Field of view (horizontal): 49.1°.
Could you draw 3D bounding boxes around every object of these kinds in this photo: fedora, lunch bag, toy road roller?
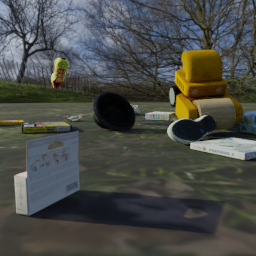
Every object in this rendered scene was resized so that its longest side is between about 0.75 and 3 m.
[{"bbox_3d":[-0.626,-0.472,10.218,1.785,1.785,0.815,-6,-22,-40],"label":"fedora"},{"bbox_3d":[4.451,-0.208,9.261,1.237,0.788,1.052,-11,9,-12],"label":"lunch bag"},{"bbox_3d":[2.511,-1.371,9.395,1.772,2.105,2.883,-6,32,-7],"label":"toy road roller"}]

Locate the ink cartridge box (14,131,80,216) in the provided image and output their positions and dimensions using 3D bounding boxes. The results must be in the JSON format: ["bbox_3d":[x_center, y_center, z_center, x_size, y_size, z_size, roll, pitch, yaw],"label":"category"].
[{"bbox_3d":[-0.909,0.472,3.284,0.203,0.801,0.909,3,7,25],"label":"ink cartridge box"}]

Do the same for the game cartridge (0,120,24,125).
[{"bbox_3d":[-5.108,-0.245,12.286,0.988,0.160,0.871,-4,8,-23],"label":"game cartridge"}]

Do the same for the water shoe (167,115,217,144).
[{"bbox_3d":[1.670,0.144,7.664,1.917,0.685,0.756,-10,-18,-40],"label":"water shoe"}]

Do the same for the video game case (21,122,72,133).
[{"bbox_3d":[-3.011,-0.042,10.221,1.646,0.232,1.821,-3,6,-20],"label":"video game case"}]

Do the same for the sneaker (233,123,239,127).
[{"bbox_3d":[3.509,-0.335,11.120,2.145,0.826,0.911,6,-6,-28],"label":"sneaker"}]

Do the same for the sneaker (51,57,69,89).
[{"bbox_3d":[-3.055,-2.427,12.640,0.656,0.758,1.679,7,-39,-22],"label":"sneaker"}]

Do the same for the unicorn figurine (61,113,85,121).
[{"bbox_3d":[-2.647,-0.489,13.720,0.740,0.398,1.077,-7,-13,33],"label":"unicorn figurine"}]

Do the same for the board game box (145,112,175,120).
[{"bbox_3d":[1.811,-0.666,15.162,1.249,0.318,1.858,2,7,20],"label":"board game box"}]

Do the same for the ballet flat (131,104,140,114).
[{"bbox_3d":[0.092,-1.187,18.154,0.762,0.762,2.125,3,8,28],"label":"ballet flat"}]

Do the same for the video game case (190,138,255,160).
[{"bbox_3d":[2.476,0.432,6.344,1.564,0.172,1.426,-5,8,-34],"label":"video game case"}]

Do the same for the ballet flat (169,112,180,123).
[{"bbox_3d":[2.669,-0.420,12.119,2.016,0.684,0.729,-6,29,-39],"label":"ballet flat"}]
